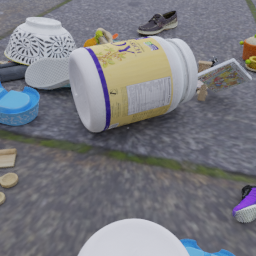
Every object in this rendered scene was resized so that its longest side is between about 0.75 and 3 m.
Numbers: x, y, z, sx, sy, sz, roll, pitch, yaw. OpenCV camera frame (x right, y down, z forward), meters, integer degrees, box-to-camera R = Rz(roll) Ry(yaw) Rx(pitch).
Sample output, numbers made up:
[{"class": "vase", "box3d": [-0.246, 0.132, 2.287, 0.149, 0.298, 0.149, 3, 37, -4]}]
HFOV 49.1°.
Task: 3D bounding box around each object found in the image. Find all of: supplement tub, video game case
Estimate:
[{"class": "supplement tub", "box3d": [0.105, -1.223, 7.378, 2.915, 2.120, 2.120, -16, 40, -20]}, {"class": "supplement tub", "box3d": [0.059, 2.108, 3.331, 1.296, 1.782, 1.296, 0, 38, 0]}, {"class": "video game case", "box3d": [2.787, -1.477, 8.165, 1.185, 1.079, 0.136, -19, 54, 43]}]

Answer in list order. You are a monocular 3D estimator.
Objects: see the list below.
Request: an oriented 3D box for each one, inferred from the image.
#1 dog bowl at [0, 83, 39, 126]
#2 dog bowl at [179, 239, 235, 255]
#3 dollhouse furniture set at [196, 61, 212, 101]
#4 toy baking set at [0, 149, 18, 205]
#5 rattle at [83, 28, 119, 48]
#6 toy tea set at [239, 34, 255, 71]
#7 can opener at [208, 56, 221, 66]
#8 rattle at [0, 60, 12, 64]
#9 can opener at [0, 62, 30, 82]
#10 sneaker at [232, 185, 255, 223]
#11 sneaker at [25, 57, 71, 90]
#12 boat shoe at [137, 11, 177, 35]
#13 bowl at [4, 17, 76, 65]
[{"class": "dog bowl", "box3d": [-3.520, -0.693, 7.829, 2.213, 0.548, 1.233, 12, 43, 10]}, {"class": "dog bowl", "box3d": [1.220, 2.204, 4.450, 1.125, 0.279, 0.627, 13, 40, 15]}, {"class": "dollhouse furniture set", "box3d": [2.229, -1.564, 9.018, 0.771, 0.659, 1.488, 10, 39, 12]}, {"class": "toy baking set", "box3d": [-3.568, 1.099, 5.851, 2.617, 0.304, 2.008, -21, 42, -25]}, {"class": "rattle", "box3d": [-1.083, -3.712, 12.165, 0.949, 1.041, 1.458, 41, 28, 0]}, {"class": "toy tea set", "box3d": [5.576, -2.865, 10.411, 2.713, 1.004, 1.613, -2, 38, -3]}, {"class": "can opener", "box3d": [3.138, -2.117, 10.074, 0.492, 0.393, 1.472, -24, 31, 24]}, {"class": "rattle", "box3d": [-4.666, -2.484, 10.246, 0.921, 0.658, 0.600, -36, 38, -31]}, {"class": "can opener", "box3d": [-4.241, -2.088, 9.457, 2.803, 0.937, 0.748, -15, 41, -14]}, {"class": "sneaker", "box3d": [2.371, 1.404, 5.436, 1.148, 0.399, 0.571, -13, 35, -24]}, {"class": "sneaker", "box3d": [-1.937, -1.681, 9.133, 2.870, 1.176, 1.061, -2, 77, 21]}, {"class": "boat shoe", "box3d": [1.451, -5.100, 13.470, 2.479, 0.803, 0.892, -25, 44, -29]}, {"class": "bowl", "box3d": [-3.103, -3.296, 10.331, 2.744, 1.288, 2.744, 9, 29, -5]}]
